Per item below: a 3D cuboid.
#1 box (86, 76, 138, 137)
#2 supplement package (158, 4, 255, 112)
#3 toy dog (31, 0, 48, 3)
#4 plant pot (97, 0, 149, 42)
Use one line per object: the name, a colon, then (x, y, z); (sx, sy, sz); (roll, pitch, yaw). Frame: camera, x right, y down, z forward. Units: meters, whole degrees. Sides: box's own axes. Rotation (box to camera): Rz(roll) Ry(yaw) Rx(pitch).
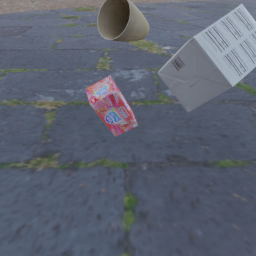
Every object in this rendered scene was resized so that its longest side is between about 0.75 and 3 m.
box: (-0.291, -0.382, 5.306); (0.541, 1.054, 0.499); (-26, 48, 7)
supplement package: (1.942, -1.519, 6.353); (1.724, 1.648, 1.268); (-38, 91, -25)
toy dog: (-2.971, -4.879, 9.668); (0.933, 0.904, 0.651); (1, 49, 19)
plant pot: (-0.001, -2.308, 6.236); (0.943, 0.943, 1.007); (27, 16, 36)
